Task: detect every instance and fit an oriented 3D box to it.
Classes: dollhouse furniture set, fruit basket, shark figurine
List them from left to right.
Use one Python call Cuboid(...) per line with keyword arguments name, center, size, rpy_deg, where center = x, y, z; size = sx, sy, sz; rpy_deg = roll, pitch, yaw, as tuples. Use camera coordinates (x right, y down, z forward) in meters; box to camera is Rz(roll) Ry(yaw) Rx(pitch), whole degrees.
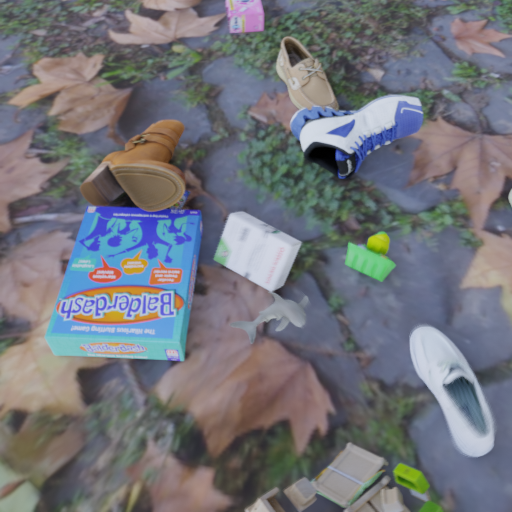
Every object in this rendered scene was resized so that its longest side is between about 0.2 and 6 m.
Cuboid(name="shark figurine", center=(0.279, 0.905, 9.573), size=(1.467, 0.612, 0.877), rpy_deg=(-19, 30, 41))
Cuboid(name="dollhouse furniture set", center=(1.362, 3.937, 7.752), size=(2.561, 1.251, 2.184), rpy_deg=(-14, 49, -42))
Cuboid(name="fruit basket", center=(2.229, -0.070, 10.597), size=(0.973, 0.702, 0.973), rpy_deg=(-3, 81, 19))
Cuboid(name="dollhouse furniture set", center=(1.801, 3.456, 7.855), size=(0.965, 0.745, 1.930), rpy_deg=(-38, 25, -29))

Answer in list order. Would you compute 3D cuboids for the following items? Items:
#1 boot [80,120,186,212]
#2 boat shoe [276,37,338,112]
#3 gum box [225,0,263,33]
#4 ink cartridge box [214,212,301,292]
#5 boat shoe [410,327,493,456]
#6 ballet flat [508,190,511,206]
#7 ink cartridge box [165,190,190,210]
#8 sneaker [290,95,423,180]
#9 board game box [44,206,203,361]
Cuboid(name="boot", center=(-2.026, -1.936, 11.429), size=(2.911, 1.116, 2.260), rpy_deg=(-4, 38, 45))
Cuboid(name="boat shoe", center=(1.211, -4.472, 13.981), size=(0.965, 0.873, 2.706), rpy_deg=(-20, 55, -15))
Cuboid(name="gum box", center=(-0.371, -7.220, 16.322), size=(0.963, 0.561, 1.696), rpy_deg=(-6, 52, -4))
Cuboid(name="ink cartridge box", center=(0.022, -0.090, 10.447), size=(1.354, 0.989, 0.571), rpy_deg=(29, 20, 19))
Cuboid(name="boat shoe", center=(3.202, 1.992, 8.973), size=(0.834, 0.757, 2.268), rpy_deg=(-17, 53, -7))
Cuboid(name="ballet flat", center=(5.621, -0.659, 11.107), size=(0.785, 0.726, 2.328), rpy_deg=(-5, 52, -4))
Cuboid(name="ink cartridge box", center=(-1.843, -1.140, 11.776), size=(0.603, 0.212, 1.010), rpy_deg=(20, 53, 6))
Cuboid(name="sneaker", center=(2.254, -2.488, 12.390), size=(2.866, 1.158, 1.655), rpy_deg=(-7, 56, 3))
Cuboid(name="board game box", center=(-2.283, 0.410, 10.297), size=(2.290, 0.677, 3.011), rpy_deg=(2, 52, 1))
